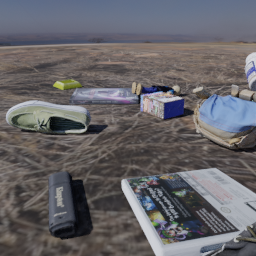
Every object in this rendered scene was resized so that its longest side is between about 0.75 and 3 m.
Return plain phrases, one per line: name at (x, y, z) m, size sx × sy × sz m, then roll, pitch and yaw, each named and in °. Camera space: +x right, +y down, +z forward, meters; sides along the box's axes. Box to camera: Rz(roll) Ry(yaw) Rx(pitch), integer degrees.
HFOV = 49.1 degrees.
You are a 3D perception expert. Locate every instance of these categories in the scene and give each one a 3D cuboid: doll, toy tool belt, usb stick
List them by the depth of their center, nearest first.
usb stick at (-1.253, 1.364, 5.314) m, size 0.505 × 0.297 × 1.821 m, roll -5°, pitch 22°, yaw -14°
toy tool belt at (3.067, -0.312, 7.593) m, size 2.649 × 1.628 × 1.654 m, roll 16°, pitch 55°, yaw 38°
doll at (1.446, -1.716, 12.927) m, size 2.374 × 0.575 × 1.620 m, roll 0°, pitch 16°, yaw -26°

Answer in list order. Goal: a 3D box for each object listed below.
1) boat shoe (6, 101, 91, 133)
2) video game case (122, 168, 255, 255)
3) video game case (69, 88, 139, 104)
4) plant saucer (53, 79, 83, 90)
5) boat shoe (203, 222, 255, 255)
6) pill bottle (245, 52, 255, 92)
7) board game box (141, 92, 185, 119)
boat shoe at (-2.508, -0.293, 8.820) m, size 2.660 × 0.957 × 0.825 m, roll -1°, pitch 27°, yaw -5°
video game case at (1.200, 1.345, 4.966) m, size 2.194 × 0.282 × 2.413 m, roll -4°, pitch 13°, yaw -13°
video game case at (-1.046, -1.488, 12.892) m, size 2.969 × 0.282 × 2.121 m, roll 0°, pitch 21°, yaw -2°
plant saucer at (-3.277, -2.397, 15.240) m, size 1.222 × 0.293 × 1.220 m, roll -15°, pitch 25°, yaw -35°
boat shoe at (1.677, 1.491, 3.222) m, size 2.770 × 0.918 × 0.968 m, roll -5°, pitch 21°, yaw -19°
pill bottle at (4.255, -1.847, 9.132) m, size 0.762 × 0.762 × 1.273 m, roll 2°, pitch 52°, yaw 6°
board game box at (1.310, -0.894, 10.760) m, size 1.069 × 0.649 × 1.341 m, roll -14°, pitch 25°, yaw -33°
